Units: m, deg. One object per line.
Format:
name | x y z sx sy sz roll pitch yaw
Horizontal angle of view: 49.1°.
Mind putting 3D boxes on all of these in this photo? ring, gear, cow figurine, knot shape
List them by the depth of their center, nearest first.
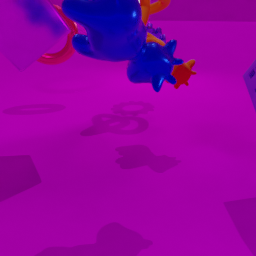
cow figurine | 0.038 -1.243 3.933 1.652 0.922 1.679 20 -13 4
cow figurine | 0.877 -1.649 6.803 1.473 0.822 1.497 24 28 -15
knot shape | 0.370 -3.910 8.730 1.905 2.036 0.941 -3 50 4
ring | -2.802 -3.305 9.981 2.086 2.086 0.417 -1 20 -3
gear | 0.592 -3.059 10.094 1.530 1.530 0.283 1 60 2

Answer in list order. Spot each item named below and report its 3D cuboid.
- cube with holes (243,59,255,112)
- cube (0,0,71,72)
cube with holes | 2.885 -0.756 4.471 1.262 1.262 1.262 15 46 -10
cube | -2.324 -2.282 5.924 1.387 1.387 1.387 -42 37 -5
